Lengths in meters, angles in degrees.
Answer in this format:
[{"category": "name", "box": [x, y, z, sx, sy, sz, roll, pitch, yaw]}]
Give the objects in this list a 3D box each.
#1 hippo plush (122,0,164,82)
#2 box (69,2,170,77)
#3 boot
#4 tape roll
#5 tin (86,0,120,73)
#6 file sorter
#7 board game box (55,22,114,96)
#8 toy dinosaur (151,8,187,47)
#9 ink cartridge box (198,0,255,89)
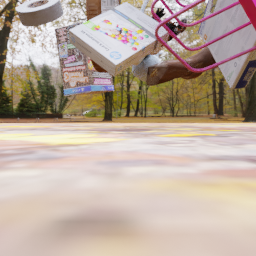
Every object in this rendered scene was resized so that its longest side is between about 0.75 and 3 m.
[{"category": "hippo plush", "box": [0.239, -3.118, 11.286, 2.379, 2.987, 2.402, -15, -31, 5]}, {"category": "box", "box": [-0.167, -2.116, 6.461, 1.881, 1.467, 0.387, -39, -21, -29]}, {"category": "boot", "box": [2.152, -2.413, 10.239, 2.709, 0.870, 2.525, -11, -21, -36]}, {"category": "tape roll", "box": [-2.793, -3.729, 8.919, 1.398, 0.462, 1.398, -8, 40, 6]}, {"category": "tin", "box": [-0.706, -3.109, 8.842, 0.569, 2.718, 1.522, 9, 26, 25]}, {"category": "file sorter", "box": [1.536, -2.877, 5.727, 1.765, 2.815, 1.956, -19, -30, 35]}, {"category": "board game box", "box": [-1.891, -3.009, 12.774, 1.401, 2.893, 2.307, -5, 6, 23]}, {"category": "toy dinosaur", "box": [0.980, -2.596, 7.823, 0.815, 1.596, 1.083, 37, -6, 14]}, {"category": "ink cartridge box", "box": [2.862, -2.807, 7.409, 0.522, 2.570, 2.565, -9, -34, -11]}]
